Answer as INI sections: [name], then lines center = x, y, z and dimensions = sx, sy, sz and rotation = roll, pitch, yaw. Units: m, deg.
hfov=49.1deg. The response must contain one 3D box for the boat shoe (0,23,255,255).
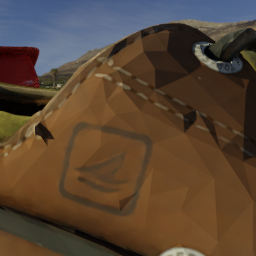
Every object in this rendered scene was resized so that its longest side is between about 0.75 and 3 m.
[boat shoe]
center = 0.106, 0.157, 0.595
dimensions = 2.285, 0.777, 0.822
rotation = 1, 4, 11

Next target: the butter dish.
[butter dish]
center = -3.459, -0.803, 7.614
dimensions = 2.520, 1.868, 2.527
rotation = -20, -22, -50
